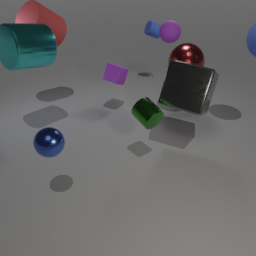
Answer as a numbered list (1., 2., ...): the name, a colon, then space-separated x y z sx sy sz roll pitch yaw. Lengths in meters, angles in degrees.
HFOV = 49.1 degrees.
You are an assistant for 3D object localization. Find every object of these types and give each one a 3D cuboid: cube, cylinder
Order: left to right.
1. cylinder: -3.267 -2.628 9.021 1.400 1.400 1.400 23 30 35
2. cylinder: -3.379 -3.992 10.947 1.400 1.400 1.400 21 4 32
3. cube: -0.505 -2.237 11.602 0.700 0.700 0.700 23 13 21
4. cylinder: 0.575 -0.433 8.252 0.700 0.700 0.700 -23 57 -34
5. cylinder: 1.297 -4.961 14.137 0.700 0.700 0.700 11 24 -26
6. cube: 1.968 -1.273 8.998 1.400 1.400 1.400 19 12 20

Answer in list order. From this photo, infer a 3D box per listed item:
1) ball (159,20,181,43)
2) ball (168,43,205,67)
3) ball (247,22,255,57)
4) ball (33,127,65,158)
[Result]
1. ball: 1.360 -3.109 9.056 0.700 0.700 0.700 0 30 0
2. ball: 2.284 -2.602 10.980 1.400 1.400 1.400 0 30 0
3. ball: 4.654 -2.950 9.201 1.400 1.400 1.400 0 30 0
4. ball: -1.806 0.329 6.428 0.700 0.700 0.700 0 30 0
